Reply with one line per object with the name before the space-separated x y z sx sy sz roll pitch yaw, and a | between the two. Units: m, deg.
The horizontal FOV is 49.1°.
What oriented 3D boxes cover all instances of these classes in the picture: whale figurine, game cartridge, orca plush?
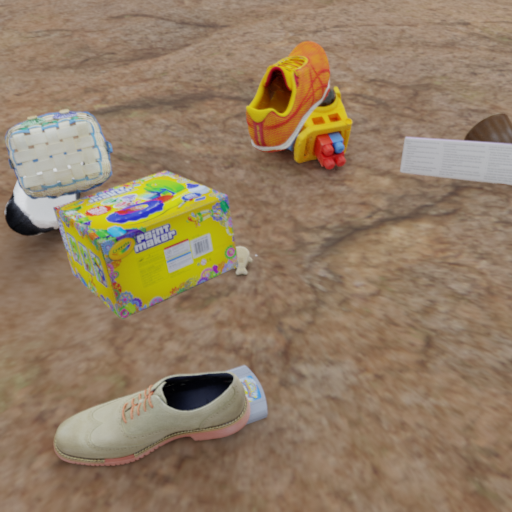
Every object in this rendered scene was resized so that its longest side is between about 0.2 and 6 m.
whale figurine | -0.328 0.127 11.318 0.496 0.324 0.624 -3 65 -12
game cartridge | -0.233 2.215 8.964 0.672 0.204 1.008 -13 43 -19
orca plush | -4.832 -1.406 12.339 1.262 1.867 3.549 -27 42 17

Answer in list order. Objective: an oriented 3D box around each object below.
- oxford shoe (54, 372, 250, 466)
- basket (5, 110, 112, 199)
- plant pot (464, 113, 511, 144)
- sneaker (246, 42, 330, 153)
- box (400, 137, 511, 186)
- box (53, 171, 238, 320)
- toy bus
oxford shoe | -1.576 2.226 8.192 2.916 1.076 1.032 -14 44 -7
basket | -2.337 -1.221 6.765 1.249 0.985 1.417 -16 8 -15
plant pot | 6.049 -2.660 13.928 1.201 1.201 1.285 -14 61 -16
sneaker | 0.642 -2.955 9.596 1.012 1.069 2.772 10 52 17
box | 3.089 -1.165 7.091 2.552 0.529 0.494 14 13 42
box | -1.249 -0.207 6.344 1.488 0.908 1.433 -25 31 -30
toy bus | 1.347 -3.056 14.240 2.197 1.491 2.109 -13 59 -11
